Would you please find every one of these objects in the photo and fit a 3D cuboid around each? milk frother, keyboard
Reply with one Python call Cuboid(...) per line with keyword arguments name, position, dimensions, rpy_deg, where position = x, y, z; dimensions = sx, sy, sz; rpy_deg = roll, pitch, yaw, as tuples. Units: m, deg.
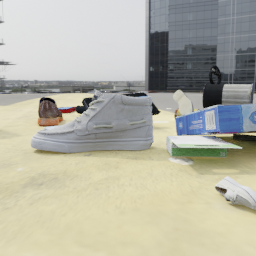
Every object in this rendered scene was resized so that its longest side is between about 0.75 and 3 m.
Cuboid(name="milk frother", position=(5.799, -2.293, 15.973), dimensions=(2.549, 2.710, 2.446), rpy_deg=(5, 6, 27))
Cuboid(name="keyboard", position=(-0.116, -0.549, 9.670), dimensions=(2.656, 0.341, 1.595), rpy_deg=(-11, 51, -31))

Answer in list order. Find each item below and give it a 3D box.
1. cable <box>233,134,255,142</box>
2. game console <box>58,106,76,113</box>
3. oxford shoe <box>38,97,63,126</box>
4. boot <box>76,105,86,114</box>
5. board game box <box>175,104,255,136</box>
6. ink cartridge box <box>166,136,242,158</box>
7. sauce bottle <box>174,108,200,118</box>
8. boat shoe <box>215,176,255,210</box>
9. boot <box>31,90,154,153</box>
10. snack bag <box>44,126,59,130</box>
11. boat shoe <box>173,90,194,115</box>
Cuboid(name="cable", position=(3.464, 0.199, 7.210), dimensions=(0.797, 0.413, 1.642), rpy_deg=(-9, 12, -18))
Cuboid(name="game console", position=(-3.807, -1.030, 15.668), dimensions=(1.546, 0.271, 1.748), rpy_deg=(1, 8, 6))
Cuboid(name="oxford shoe", position=(-3.173, -0.770, 11.491), dimensions=(1.004, 1.027, 2.817), rpy_deg=(-2, 9, -15))
Cuboid(name="boot", position=(-1.465, -0.977, 13.812), dimensions=(1.853, 0.708, 1.557), rpy_deg=(-14, 20, -36))
Cuboid(name="board game box", position=(2.994, -0.181, 6.999), dimensions=(2.889, 0.630, 2.903), rpy_deg=(-4, -2, -6))
Cuboid(name="ink cartridge box", position=(1.476, 0.428, 5.793), dimensions=(1.180, 0.389, 1.622), rpy_deg=(1, 8, 0))
Cuboid(name="sauce bottle", position=(2.716, -0.443, 11.006), dimensions=(1.807, 0.597, 0.597), rpy_deg=(11, 14, 38))
Cuboid(name="boat shoe", position=(1.393, 0.876, 3.611), dimensions=(0.281, 0.285, 0.803), rpy_deg=(-29, 18, -7))
Cuboid(name="boot", position=(-0.822, -0.199, 6.661), dimensions=(2.901, 1.387, 1.067), rpy_deg=(-1, 9, -9))
Cuboid(name="snack bag", position=(-1.313, 0.089, 8.591), dimensions=(2.011, 0.228, 2.133), rpy_deg=(-6, 9, -31))
Cuboid(name="boat shoe", position=(2.048, -0.816, 9.960), dimensions=(0.436, 0.526, 1.464), rpy_deg=(31, 23, -31))
